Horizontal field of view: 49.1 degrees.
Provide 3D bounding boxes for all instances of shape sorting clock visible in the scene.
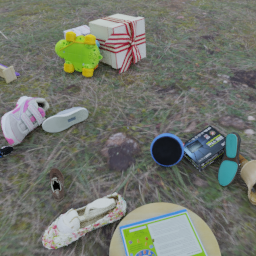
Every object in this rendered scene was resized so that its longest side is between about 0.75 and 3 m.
[{"bbox_3d":[0.976,3.383,7.544,2.958,0.580,2.958,-2,42,2],"label":"shape sorting clock"}]

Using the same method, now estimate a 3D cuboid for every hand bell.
[{"bbox_3d":[3.982,1.152,9.790,1.491,1.491,2.864,-11,32,-12],"label":"hand bell"}]

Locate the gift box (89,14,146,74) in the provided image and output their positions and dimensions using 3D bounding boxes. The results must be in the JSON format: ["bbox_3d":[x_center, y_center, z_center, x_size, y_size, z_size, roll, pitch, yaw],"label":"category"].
[{"bbox_3d":[-0.564,-4.594,15.181,2.684,2.477,2.506,-35,44,-28],"label":"gift box"}]

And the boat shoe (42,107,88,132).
[{"bbox_3d":[-2.655,-0.382,11.798,1.965,0.686,0.700,-21,24,-18],"label":"boat shoe"}]

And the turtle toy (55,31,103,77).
[{"bbox_3d":[-2.655,-4.025,14.928,2.943,2.144,1.487,15,23,15],"label":"turtle toy"}]

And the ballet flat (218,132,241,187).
[{"bbox_3d":[3.574,1.078,9.602,0.639,1.878,0.642,15,6,38],"label":"ballet flat"}]

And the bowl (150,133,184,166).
[{"bbox_3d":[1.392,0.798,10.013,1.201,1.201,0.236,9,11,10],"label":"bowl"}]

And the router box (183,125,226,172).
[{"bbox_3d":[2.829,0.722,10.249,1.520,0.472,1.139,-33,46,-9],"label":"router box"}]

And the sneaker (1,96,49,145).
[{"bbox_3d":[-4.035,-0.450,11.238,1.213,1.119,2.750,-9,41,16],"label":"sneaker"}]

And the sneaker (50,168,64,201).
[{"bbox_3d":[-2.379,1.773,9.403,0.475,0.509,1.347,-14,44,-15],"label":"sneaker"}]

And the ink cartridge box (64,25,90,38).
[{"bbox_3d":[-3.083,-5.860,17.768,1.591,0.683,1.165,-26,49,-27],"label":"ink cartridge box"}]

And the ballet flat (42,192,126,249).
[{"bbox_3d":[-1.278,2.590,8.245,2.663,0.851,1.007,-21,45,-21],"label":"ballet flat"}]

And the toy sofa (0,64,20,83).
[{"bbox_3d":[-6.609,-3.103,14.643,1.854,0.768,0.905,25,49,25],"label":"toy sofa"}]

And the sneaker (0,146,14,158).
[{"bbox_3d":[-4.585,0.926,10.264,0.953,0.348,0.533,-17,18,-42],"label":"sneaker"}]
